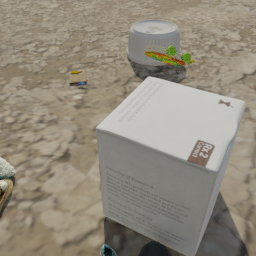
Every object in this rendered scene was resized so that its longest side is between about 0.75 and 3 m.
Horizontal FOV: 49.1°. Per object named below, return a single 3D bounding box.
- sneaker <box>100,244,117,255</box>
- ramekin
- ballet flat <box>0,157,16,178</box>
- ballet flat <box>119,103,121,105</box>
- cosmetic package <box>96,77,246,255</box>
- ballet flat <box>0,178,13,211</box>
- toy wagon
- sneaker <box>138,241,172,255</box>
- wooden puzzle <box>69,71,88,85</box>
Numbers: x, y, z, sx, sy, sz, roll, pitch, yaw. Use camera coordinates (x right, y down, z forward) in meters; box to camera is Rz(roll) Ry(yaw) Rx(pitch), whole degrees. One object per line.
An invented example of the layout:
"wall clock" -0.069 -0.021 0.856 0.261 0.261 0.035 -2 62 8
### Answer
"sneaker" -0.287 2.599 5.366 0.320 0.355 0.824 -26 45 -29
"ramekin" 1.215 -4.046 12.974 2.566 1.347 2.566 0 39 0
"ballet flat" -3.736 0.855 7.311 1.721 0.617 0.617 11 40 14
"ballet flat" 0.181 -0.672 9.595 0.980 0.352 0.352 1 38 1
"cosmetic package" 0.865 0.734 5.868 2.177 2.639 2.175 19 42 22
"ballet flat" -3.068 1.575 6.612 0.452 0.419 1.283 -2 38 -3
"toy wagon" 1.291 -2.092 8.255 1.634 0.323 1.268 13 7 -30
"sneaker" 0.547 2.888 4.438 0.928 1.055 2.492 1 38 0
"wooden puzzle" -2.026 -2.017 11.402 0.803 0.139 1.191 -6 38 0
